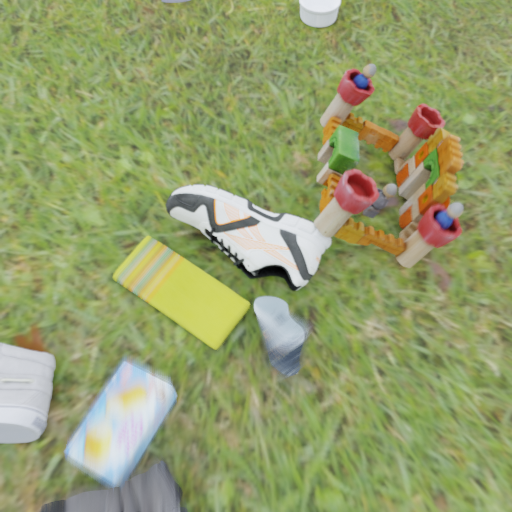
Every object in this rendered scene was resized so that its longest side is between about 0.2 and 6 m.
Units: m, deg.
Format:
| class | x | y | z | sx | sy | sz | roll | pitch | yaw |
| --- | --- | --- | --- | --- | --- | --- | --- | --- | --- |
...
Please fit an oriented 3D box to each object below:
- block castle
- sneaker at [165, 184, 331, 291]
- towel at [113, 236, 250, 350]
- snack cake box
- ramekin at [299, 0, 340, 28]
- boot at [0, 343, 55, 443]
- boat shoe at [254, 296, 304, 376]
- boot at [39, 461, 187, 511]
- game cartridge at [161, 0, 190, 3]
| class | x | y | z | sx | sy | sz | roll | pitch | yaw |
| --- | --- | --- | --- | --- | --- | --- | --- | --- | --- |
| block castle | 2.305 | -1.635 | 9.655 | 2.231 | 1.567 | 3.339 | 21 | 49 | -15 |
| sneaker | -0.267 | -0.327 | 9.523 | 2.934 | 1.081 | 1.174 | 19 | 78 | 11 |
| towel | -1.288 | 0.590 | 9.467 | 2.306 | 0.208 | 0.992 | 32 | 72 | 19 |
| snack cake box | -1.905 | 2.396 | 8.057 | 0.851 | 0.497 | 1.480 | 22 | 61 | 15 |
| ramekin | 1.553 | -6.105 | 13.839 | 1.010 | 0.492 | 1.010 | 0 | 55 | 0 |
| boot | -4.395 | 1.965 | 8.203 | 2.784 | 1.024 | 1.330 | 4 | 49 | -7 |
| boat shoe | 0.304 | 1.220 | 8.795 | 0.548 | 0.703 | 1.548 | -2 | 21 | -15 |
| boot | -1.467 | 4.042 | 6.736 | 1.861 | 0.987 | 2.827 | -13 | 61 | -14 |
| game cartridge | -2.076 | -6.747 | 14.493 | 0.755 | 0.153 | 0.503 | -6 | 60 | -4 |
